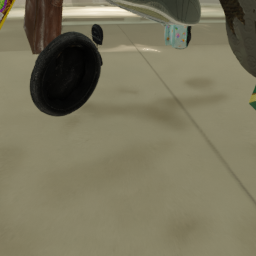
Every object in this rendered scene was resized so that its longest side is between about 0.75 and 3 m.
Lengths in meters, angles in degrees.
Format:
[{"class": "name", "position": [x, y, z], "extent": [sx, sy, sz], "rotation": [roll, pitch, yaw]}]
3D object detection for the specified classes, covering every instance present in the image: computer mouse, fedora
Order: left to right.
[{"class": "fedora", "position": [-0.695, -0.573, 2.881], "extent": [0.876, 0.876, 0.400], "rotation": [-25, 42, -37]}, {"class": "computer mouse", "position": [-0.960, -2.789, 9.459], "extent": [0.475, 1.622, 0.276], "rotation": [37, 61, 22]}]

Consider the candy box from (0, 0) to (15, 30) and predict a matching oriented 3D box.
[{"class": "candy box", "position": [-2.971, -3.060, 6.379], "extent": [0.767, 1.500, 0.198], "rotation": [27, 14, -28]}]

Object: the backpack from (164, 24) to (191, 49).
[{"class": "backpack", "position": [1.808, -3.417, 10.070], "extent": [0.986, 1.131, 1.286], "rotation": [3, 20, 5]}]

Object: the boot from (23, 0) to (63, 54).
[{"class": "boot", "position": [-1.616, -2.783, 6.837], "extent": [2.697, 2.894, 0.930], "rotation": [43, 43, 22]}]

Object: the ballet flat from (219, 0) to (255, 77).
[{"class": "ballet flat", "position": [1.655, -1.836, 4.053], "extent": [0.570, 0.828, 2.457], "rotation": [-20, 78, -20]}]

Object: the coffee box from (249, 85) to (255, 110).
[{"class": "coffee box", "position": [3.431, -1.449, 5.364], "extent": [2.502, 0.550, 1.538], "rotation": [-61, 19, -19]}]

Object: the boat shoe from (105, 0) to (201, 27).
[{"class": "boat shoe", "position": [0.737, -3.524, 7.799], "extent": [3.029, 1.116, 0.971], "rotation": [1, 5, -28]}]
